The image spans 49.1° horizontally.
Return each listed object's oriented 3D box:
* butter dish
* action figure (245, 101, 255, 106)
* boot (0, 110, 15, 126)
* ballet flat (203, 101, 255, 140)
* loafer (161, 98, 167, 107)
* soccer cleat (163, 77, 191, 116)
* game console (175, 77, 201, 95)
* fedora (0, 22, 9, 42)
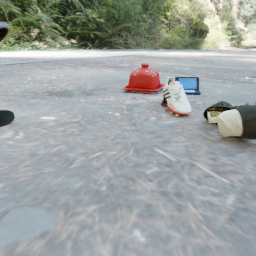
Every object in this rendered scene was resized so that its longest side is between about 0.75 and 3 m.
[{"bbox_3d":[0.826,-2.526,13.818,1.823,1.348,1.818,7,21,18],"label":"butter dish"},{"bbox_3d":[5.021,-0.898,10.880,0.810,0.222,0.479,3,16,-1],"label":"action figure"},{"bbox_3d":[-4.453,-0.338,8.778,1.086,0.519,1.438,14,23,41],"label":"boot"},{"bbox_3d":[2.889,-0.186,7.926,0.951,0.946,2.782,-11,10,-3],"label":"ballet flat"},{"bbox_3d":[1.497,-1.085,11.282,0.320,0.280,0.889,3,19,9],"label":"loafer"},{"bbox_3d":[1.773,-1.191,10.326,0.757,0.940,2.207,-2,29,-7],"label":"soccer cleat"},{"bbox_3d":[2.845,-2.026,13.371,1.186,0.702,1.013,1,18,5],"label":"game console"},{"bbox_3d":[-4.176,-2.756,8.148,1.380,0.623,1.220,-44,10,-13],"label":"fedora"}]
